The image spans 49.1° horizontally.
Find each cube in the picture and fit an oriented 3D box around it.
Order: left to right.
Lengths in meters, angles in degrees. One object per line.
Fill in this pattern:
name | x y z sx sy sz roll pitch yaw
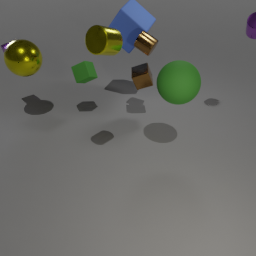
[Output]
cube | -4.644 -3.127 11.485 0.700 0.700 0.700 -35 44 -25
cube | -1.794 -2.300 11.586 0.700 0.700 0.700 -19 1 21
cube | 0.113 -4.434 12.187 1.400 1.400 1.400 38 46 -11
cube | 0.579 -2.109 11.445 0.700 0.700 0.700 -14 47 15

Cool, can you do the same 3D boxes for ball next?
ball | -4.023 -2.684 10.787 1.400 1.400 1.400 0 32 0
ball | 1.617 -1.450 8.962 1.400 1.400 1.400 0 32 0

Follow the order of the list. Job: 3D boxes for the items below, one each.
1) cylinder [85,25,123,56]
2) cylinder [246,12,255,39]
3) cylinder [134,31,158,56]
cylinder | -0.600 -2.191 7.064 0.700 0.700 0.700 19 20 28
cylinder | 4.620 -3.669 10.040 0.700 0.700 0.700 14 -9 21
cylinder | 0.698 -3.270 10.820 0.700 0.700 0.700 36 38 2
